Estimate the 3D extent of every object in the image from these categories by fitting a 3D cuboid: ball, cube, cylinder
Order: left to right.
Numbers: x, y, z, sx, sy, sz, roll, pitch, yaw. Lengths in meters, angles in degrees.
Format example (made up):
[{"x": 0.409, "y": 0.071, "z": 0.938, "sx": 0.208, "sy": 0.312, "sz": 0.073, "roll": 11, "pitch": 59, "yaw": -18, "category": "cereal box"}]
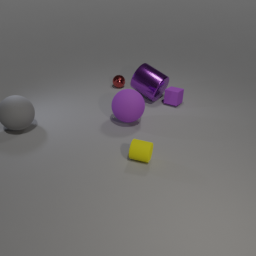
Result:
[{"x": -4.459, "y": -0.604, "z": 11.196, "sx": 1.400, "sy": 1.400, "sz": 1.400, "roll": 0, "pitch": 31, "yaw": 0, "category": "ball"}, {"x": -0.495, "y": -2.547, "z": 15.297, "sx": 0.700, "sy": 0.700, "sz": 0.700, "roll": 0, "pitch": 31, "yaw": 0, "category": "ball"}, {"x": 0.009, "y": -0.928, "z": 11.697, "sx": 1.400, "sy": 1.400, "sz": 1.400, "roll": 0, "pitch": 31, "yaw": 0, "category": "ball"}, {"x": 0.453, "y": 0.778, "z": 9.655, "sx": 0.700, "sy": 0.700, "sz": 0.700, "roll": 12, "pitch": 33, "yaw": 14, "category": "cylinder"}, {"x": 1.071, "y": -2.237, "z": 13.731, "sx": 1.400, "sy": 1.400, "sz": 1.400, "roll": 36, "pitch": 42, "yaw": 16, "category": "cylinder"}, {"x": 2.207, "y": -1.541, "z": 13.488, "sx": 0.700, "sy": 0.700, "sz": 0.700, "roll": 17, "pitch": 28, "yaw": 29, "category": "cube"}]
